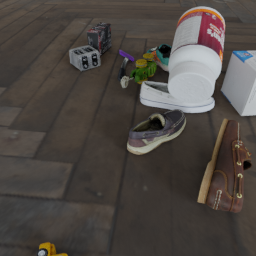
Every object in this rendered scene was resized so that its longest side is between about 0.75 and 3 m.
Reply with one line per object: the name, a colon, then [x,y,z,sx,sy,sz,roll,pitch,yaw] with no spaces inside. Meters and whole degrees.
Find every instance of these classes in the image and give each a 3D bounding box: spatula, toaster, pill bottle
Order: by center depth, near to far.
pill bottle: [2.036,-2.185,8.364,1.512,1.512,2.760,9,58,11]
spatula: [-0.151,-2.535,11.347,0.731,0.266,2.587,25,40,-14]
toaster: [-1.793,-2.887,11.527,0.995,0.653,1.100,-23,43,-28]

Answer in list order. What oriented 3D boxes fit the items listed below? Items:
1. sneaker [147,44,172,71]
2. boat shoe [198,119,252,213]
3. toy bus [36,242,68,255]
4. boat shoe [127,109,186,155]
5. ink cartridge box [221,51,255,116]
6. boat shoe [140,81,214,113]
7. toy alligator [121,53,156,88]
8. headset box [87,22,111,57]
sneaker: [1.404,-3.044,11.435,0.795,0.890,2.227,-16,32,-18]
boat shoe: [2.382,0.801,6.526,0.936,0.937,2.662,11,46,22]
toy bus: [-1.215,2.557,4.609,0.514,0.428,1.314,-8,38,-11]
boat shoe: [0.866,-0.058,7.769,2.239,0.726,0.805,-29,45,-33]
ink cartridge box: [4.427,-1.467,8.887,2.123,1.536,1.563,-3,38,-9]
boat shoe: [1.585,-1.062,9.015,2.414,0.789,0.888,5,36,5]
toy alligator: [0.555,-2.003,10.186,0.603,0.832,2.512,12,39,23]
headset box: [-1.287,-3.907,12.482,0.578,1.113,1.496,14,40,17]
